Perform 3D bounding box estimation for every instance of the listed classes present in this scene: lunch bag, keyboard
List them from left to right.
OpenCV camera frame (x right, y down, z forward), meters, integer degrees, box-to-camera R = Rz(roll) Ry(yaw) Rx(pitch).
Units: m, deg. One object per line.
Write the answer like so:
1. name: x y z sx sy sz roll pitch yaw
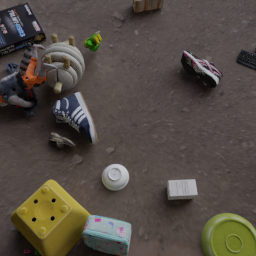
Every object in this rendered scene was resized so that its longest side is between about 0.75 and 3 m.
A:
1. lunch bag: -0.639 3.208 8.265 1.424 1.775 0.684 10 53 4
2. keyboard: 5.812 -3.005 12.200 1.874 0.193 1.191 26 66 11

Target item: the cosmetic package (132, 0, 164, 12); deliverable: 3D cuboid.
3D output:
1. cosmetic package: 0.960 -6.123 13.440 1.431 0.740 0.625 -13 66 -4

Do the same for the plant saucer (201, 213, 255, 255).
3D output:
1. plant saucer: 3.305 3.657 8.832 1.935 0.301 1.935 0 64 1

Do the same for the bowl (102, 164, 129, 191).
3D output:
1. bowl: -0.445 1.656 9.750 0.966 0.434 0.966 0 64 0

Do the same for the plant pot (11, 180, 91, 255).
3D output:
1. plant pot: -2.304 2.679 8.353 1.874 1.917 1.861 38 66 16

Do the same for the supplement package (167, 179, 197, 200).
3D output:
1. supplement package: 1.808 2.083 9.464 0.912 0.553 0.546 -2 64 -1

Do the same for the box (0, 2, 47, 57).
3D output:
1. box: -5.178 -4.557 12.777 2.217 0.555 2.234 -25 67 -11

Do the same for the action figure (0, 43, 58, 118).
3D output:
1. action figure: -4.264 -2.038 10.820 2.851 1.542 2.947 -45 64 10

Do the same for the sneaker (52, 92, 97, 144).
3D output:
1. sneaker: -2.021 -0.256 10.453 1.281 0.828 2.361 -18 58 -14

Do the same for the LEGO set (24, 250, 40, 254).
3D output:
1. LEGO set: -2.791 3.961 8.620 0.978 0.401 0.373 1 64 0

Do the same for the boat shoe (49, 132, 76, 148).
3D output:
1. boat shoe: -2.445 0.548 10.357 1.109 0.413 0.407 22 75 20

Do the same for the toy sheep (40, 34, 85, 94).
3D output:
1. toy sheep: -2.584 -2.444 11.002 1.887 1.887 2.737 6 53 3

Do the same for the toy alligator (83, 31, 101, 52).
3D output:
1. toy alligator: -1.405 -3.697 12.066 0.601 0.550 2.028 -16 27 18

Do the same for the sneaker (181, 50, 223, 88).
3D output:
1. sneaker: 3.105 -2.532 11.734 0.861 0.801 1.995 -39 79 -26
